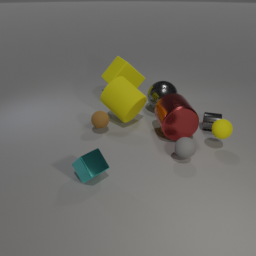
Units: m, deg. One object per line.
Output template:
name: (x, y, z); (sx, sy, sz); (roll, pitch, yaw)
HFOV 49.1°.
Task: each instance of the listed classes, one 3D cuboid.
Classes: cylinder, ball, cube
cylinder: (3.399, -0.264, 11.322); (0.700, 0.700, 0.700); (9, 29, 16)
ball: (-1.086, -0.325, 10.935); (0.700, 0.700, 0.700); (0, 28, 0)
cylinder: (-0.180, -1.179, 11.610); (1.400, 1.400, 1.400); (43, 43, 14)
cube: (-0.263, -2.600, 14.401); (1.400, 1.400, 1.400); (35, 9, -34)
ball: (1.587, -1.457, 12.816); (1.400, 1.400, 1.400); (0, 28, 0)
ball: (3.275, 0.036, 9.757); (0.700, 0.700, 0.700); (0, 28, 0)
cylinder: (1.838, -0.442, 10.761); (1.400, 1.400, 1.400); (-3, 28, -6)
ball: (1.875, 0.646, 9.162); (0.700, 0.700, 0.700); (0, 28, 0)
cube: (-1.121, 1.134, 8.373); (0.700, 0.700, 0.700); (-26, 82, -40)
